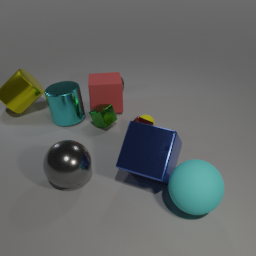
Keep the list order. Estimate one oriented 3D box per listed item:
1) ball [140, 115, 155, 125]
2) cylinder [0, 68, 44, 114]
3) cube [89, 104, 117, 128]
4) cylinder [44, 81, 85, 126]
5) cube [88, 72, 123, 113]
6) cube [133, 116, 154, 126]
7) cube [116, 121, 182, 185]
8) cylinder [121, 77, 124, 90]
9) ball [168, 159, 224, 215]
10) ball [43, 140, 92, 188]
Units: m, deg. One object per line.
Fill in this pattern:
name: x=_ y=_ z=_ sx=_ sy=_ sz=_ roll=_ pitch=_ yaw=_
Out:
ball: x=0.685 y=-0.167 z=10.882 sx=0.700 sy=0.700 sz=0.700 roll=0 pitch=32 yaw=0
cylinder: x=-4.566 y=-1.563 z=11.960 sx=1.400 sy=1.400 sz=1.400 roll=-42 pitch=37 yaw=6
cube: x=-0.981 y=-0.492 z=11.164 sx=0.700 sy=0.700 sz=0.700 roll=5 pitch=35 yaw=43
cylinder: x=-2.562 y=-1.017 z=11.488 sx=1.400 sy=1.400 sz=1.400 roll=-5 pitch=33 yaw=3
cube: x=-0.982 y=-1.546 z=12.335 sx=1.400 sy=1.400 sz=1.400 roll=-4 pitch=30 yaw=-5
cube: x=0.459 y=0.134 z=10.006 sx=0.700 sy=0.700 sz=0.700 roll=20 pitch=48 yaw=-25
cube: x=0.673 y=0.760 z=8.217 sx=1.400 sy=1.400 sz=1.400 roll=14 pitch=79 yaw=21
cylinder: x=-0.639 y=-2.190 z=14.110 sx=0.700 sy=0.700 sz=0.700 roll=-14 pitch=35 yaw=-21
ball: x=1.752 y=1.516 z=7.243 sx=1.400 sy=1.400 sz=1.400 roll=0 pitch=32 yaw=0
ball: x=-1.777 y=1.054 z=8.272 sx=1.400 sy=1.400 sz=1.400 roll=0 pitch=32 yaw=0
